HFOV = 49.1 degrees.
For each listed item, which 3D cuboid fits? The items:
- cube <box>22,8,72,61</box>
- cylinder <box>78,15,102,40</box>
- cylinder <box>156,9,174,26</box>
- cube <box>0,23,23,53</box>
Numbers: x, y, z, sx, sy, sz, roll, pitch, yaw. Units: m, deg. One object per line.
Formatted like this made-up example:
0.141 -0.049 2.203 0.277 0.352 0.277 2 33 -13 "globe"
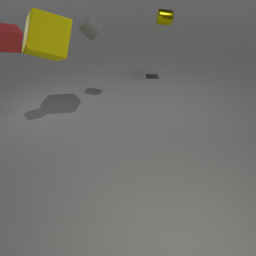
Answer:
-2.964 -3.317 10.188 1.400 1.400 1.400 8 5 -27 "cube"
-1.549 -4.067 11.370 0.700 0.700 0.700 -33 31 24 "cylinder"
1.726 -5.230 13.246 0.700 0.700 0.700 4 31 -7 "cylinder"
-3.861 -2.896 8.998 0.700 0.700 0.700 -9 42 -38 "cube"
